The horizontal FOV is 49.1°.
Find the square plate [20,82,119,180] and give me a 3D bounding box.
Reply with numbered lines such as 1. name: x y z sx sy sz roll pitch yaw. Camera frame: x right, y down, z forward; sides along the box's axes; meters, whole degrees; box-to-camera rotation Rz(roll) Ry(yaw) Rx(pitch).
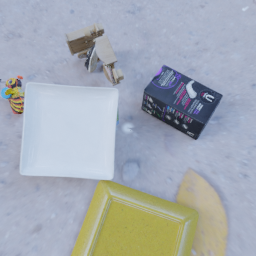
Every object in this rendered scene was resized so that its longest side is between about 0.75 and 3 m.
1. square plate: -1.406 0.084 6.828 2.254 0.321 2.233 4 89 -2

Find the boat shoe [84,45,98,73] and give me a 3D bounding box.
1. boat shoe: -1.147 -2.232 8.806 0.363 1.203 0.444 43 65 7

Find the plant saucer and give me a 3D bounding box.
1. plant saucer: 0.125 2.713 6.331 2.654 0.643 2.654 17 69 6

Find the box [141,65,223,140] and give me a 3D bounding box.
1. box: 1.503 -0.739 8.097 1.934 1.026 1.182 31 66 14

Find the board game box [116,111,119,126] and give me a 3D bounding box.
1. board game box: -0.789 0.031 7.714 0.250 1.035 1.368 38 69 17

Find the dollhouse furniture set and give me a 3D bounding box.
1. dollhouse furniture set: -0.963 -1.798 8.291 1.116 1.949 2.285 -20 70 -4

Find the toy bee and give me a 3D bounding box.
1. toy bee: -3.357 -1.153 8.210 0.770 0.928 1.417 -34 104 11
